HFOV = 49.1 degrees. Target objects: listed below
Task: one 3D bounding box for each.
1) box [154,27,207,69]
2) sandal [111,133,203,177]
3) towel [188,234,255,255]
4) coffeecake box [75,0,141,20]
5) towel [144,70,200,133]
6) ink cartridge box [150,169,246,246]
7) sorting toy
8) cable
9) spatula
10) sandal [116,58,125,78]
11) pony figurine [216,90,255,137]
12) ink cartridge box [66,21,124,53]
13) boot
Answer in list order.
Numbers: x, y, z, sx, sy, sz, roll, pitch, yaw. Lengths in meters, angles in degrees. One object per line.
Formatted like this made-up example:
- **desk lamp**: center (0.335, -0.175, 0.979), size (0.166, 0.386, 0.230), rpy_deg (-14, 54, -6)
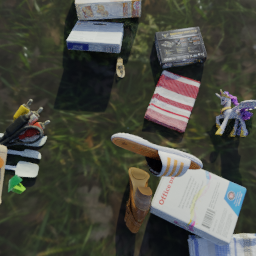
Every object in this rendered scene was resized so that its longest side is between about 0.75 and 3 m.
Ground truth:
- **box**: center (1.969, -3.050, 10.622), size (1.730, 0.418, 1.370), rpy_deg (-9, 72, -3)
- **sandal**: center (0.618, 0.786, 6.602), size (2.286, 0.876, 0.655), rpy_deg (19, 69, -10)
- **towel**: center (3.164, 4.164, 8.280), size (2.672, 0.318, 1.962), rpy_deg (-2, 72, -1)
- **coffeecake box**: center (-0.788, -5.377, 11.108), size (2.487, 0.909, 1.909), rpy_deg (-3, 68, -1)
- **towel**: center (1.624, -1.005, 10.048), size (1.493, 0.236, 2.073), rpy_deg (21, 73, 6)
- **ink cartridge box**: center (2.029, 2.183, 8.447), size (2.357, 0.998, 1.703), rpy_deg (24, 68, 11)
- **sorting toy**: center (-2.898, 0.971, 5.970), size (0.261, 1.777, 1.313), rpy_deg (-8, 75, 29)
- **cable**: center (-3.988, 0.406, 9.516), size (2.947, 0.742, 1.431), rpy_deg (-40, 84, -1)
- **spatula**: center (-3.954, 0.834, 9.469), size (2.136, 0.172, 1.485), rpy_deg (7, 73, 2)
- **sandal**: center (-0.295, -2.303, 10.453), size (0.304, 0.273, 0.830), rpy_deg (-5, 72, -2)
- **pony figurine**: center (3.696, -0.500, 9.491), size (1.512, 1.305, 1.567), rpy_deg (5, 86, 11)
- **ink cartridge box**: center (-1.165, -3.482, 10.609), size (1.904, 0.420, 1.939), rpy_deg (4, 40, 2)
- **boot**: center (0.255, 2.172, 8.685), size (0.699, 1.822, 1.415), rpy_deg (8, 111, -18)
